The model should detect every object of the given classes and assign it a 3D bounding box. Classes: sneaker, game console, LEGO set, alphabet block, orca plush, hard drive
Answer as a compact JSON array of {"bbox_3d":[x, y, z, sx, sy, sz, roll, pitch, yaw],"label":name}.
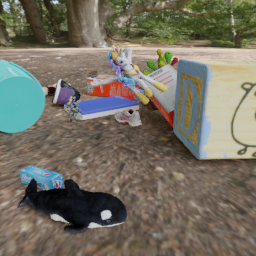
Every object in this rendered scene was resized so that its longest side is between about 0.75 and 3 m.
[{"bbox_3d":[-2.608,-1.419,12.003,1.085,0.939,2.479,15,17,-16],"label":"sneaker"},{"bbox_3d":[1.634,-1.356,11.632,1.965,0.305,1.738,-7,36,-14],"label":"game console"},{"bbox_3d":[-1.114,-0.373,5.538,0.218,0.499,0.769,23,-1,-41],"label":"LEGO set"},{"bbox_3d":[2.600,-0.595,7.161,2.297,2.244,2.256,-1,19,-6],"label":"alphabet block"},{"bbox_3d":[0.008,-0.438,9.379,1.172,0.517,0.477,18,27,42],"label":"sneaker"},{"bbox_3d":[-0.971,1.101,4.776,1.971,0.701,1.037,12,23,30],"label":"orca plush"},{"bbox_3d":[-1.008,-0.822,10.766,2.405,0.305,1.587,-13,23,-33],"label":"hard drive"}]

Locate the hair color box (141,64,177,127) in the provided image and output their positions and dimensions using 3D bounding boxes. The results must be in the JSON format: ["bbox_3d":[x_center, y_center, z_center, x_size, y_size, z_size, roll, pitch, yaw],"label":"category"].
[{"bbox_3d":[1.446,-1.146,9.379,1.234,0.744,2.430,-28,40,0],"label":"hair color box"}]

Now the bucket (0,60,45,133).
[{"bbox_3d":[-3.674,-0.920,8.596,2.093,2.093,1.361,-17,36,-40],"label":"bucket"}]

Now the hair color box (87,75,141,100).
[{"bbox_3d":[-0.495,-1.946,13.176,2.615,0.801,1.327,8,21,22],"label":"hair color box"}]

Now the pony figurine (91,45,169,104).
[{"bbox_3d":[-0.012,-1.300,6.813,1.345,1.615,1.559,-55,21,-13],"label":"pony figurine"}]

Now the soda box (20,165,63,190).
[{"bbox_3d":[-1.738,1.018,5.610,0.881,0.299,0.283,10,22,26],"label":"soda box"}]

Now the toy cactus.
[{"bbox_3d":[1.684,-2.321,13.045,2.144,2.598,1.329,49,44,12],"label":"toy cactus"}]

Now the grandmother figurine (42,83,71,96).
[{"bbox_3d":[-3.614,-1.848,13.362,1.111,0.555,1.832,-4,14,27],"label":"grandmother figurine"}]
